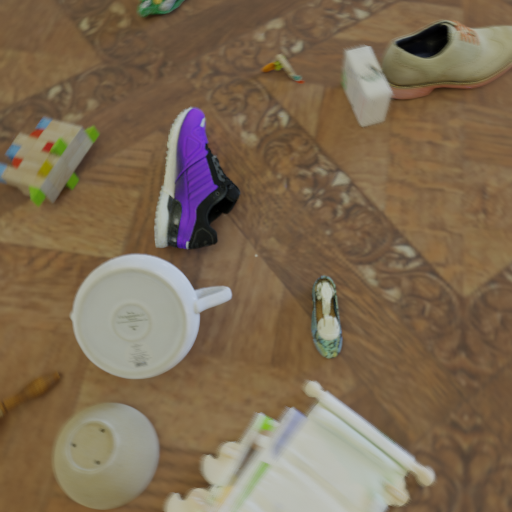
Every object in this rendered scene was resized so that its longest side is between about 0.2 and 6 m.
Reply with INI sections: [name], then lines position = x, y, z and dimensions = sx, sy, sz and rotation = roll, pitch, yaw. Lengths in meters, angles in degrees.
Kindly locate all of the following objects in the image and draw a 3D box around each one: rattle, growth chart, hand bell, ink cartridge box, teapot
[rattle]
position = 0.584, -3.932, 12.176
dimensions = 0.564, 0.514, 0.789
rotation = -35, 93, -5
[growth chart]
position = 0.469, 3.732, 8.397
dimensions = 2.741, 0.336, 3.788
rotation = 41, 71, 18
[hand bell]
position = -3.987, 2.374, 8.927
dimensions = 1.786, 0.930, 0.930
rotation = -32, 68, -27
[ink cartridge box]
position = 2.249, -3.482, 11.571
dimensions = 0.545, 0.945, 1.294
rotation = -15, 66, -4
[teapot]
position = -1.824, 0.889, 9.178
dimensions = 2.117, 1.546, 2.089
rotation = 34, 98, -3

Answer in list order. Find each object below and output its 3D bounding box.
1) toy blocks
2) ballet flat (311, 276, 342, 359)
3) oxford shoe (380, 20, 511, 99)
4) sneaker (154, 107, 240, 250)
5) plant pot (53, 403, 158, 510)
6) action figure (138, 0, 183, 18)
[toy blocks]
position = -4.204, -1.920, 10.924
dimensions = 1.354, 0.990, 1.981
rotation = 17, 67, 21
[ballet flat]
position = 1.195, 1.011, 9.637
dimensions = 0.542, 0.542, 1.460
rotation = -5, 64, -2
[oxford shoe]
position = 4.257, -4.309, 11.790
dimensions = 3.441, 1.270, 1.218
rotation = -20, 64, -10
[sneaker]
position = -0.996, -1.413, 10.607
dimensions = 1.449, 1.013, 2.914
rotation = 7, 69, 0
[plant pot]
position = -2.334, 2.918, 8.390
dimensions = 1.583, 1.063, 1.583
rotation = 0, 64, -1
[action figure]
position = -1.983, -6.481, 13.248
dimensions = 1.452, 0.672, 2.459
rotation = 30, 71, 10
